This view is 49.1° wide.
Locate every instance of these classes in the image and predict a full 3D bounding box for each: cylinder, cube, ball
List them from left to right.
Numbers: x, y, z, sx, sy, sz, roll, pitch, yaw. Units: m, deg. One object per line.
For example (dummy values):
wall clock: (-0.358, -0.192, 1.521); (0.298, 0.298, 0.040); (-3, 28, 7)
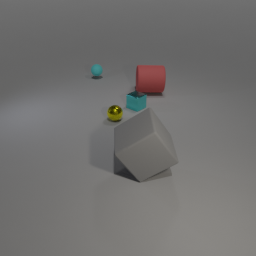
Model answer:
ball: (-1.878, -3.480, 16.845); (0.700, 0.700, 0.700); (0, 29, 0)
ball: (-0.569, -0.655, 12.204); (0.700, 0.700, 0.700); (0, 29, 0)
cube: (0.402, -1.285, 13.340); (0.700, 0.700, 0.700); (23, 37, 35)
cube: (0.525, 0.512, 8.679); (1.400, 1.400, 1.400); (-30, 31, 17)
cylinder: (1.160, -2.576, 14.695); (1.400, 1.400, 1.400); (0, 29, -4)
